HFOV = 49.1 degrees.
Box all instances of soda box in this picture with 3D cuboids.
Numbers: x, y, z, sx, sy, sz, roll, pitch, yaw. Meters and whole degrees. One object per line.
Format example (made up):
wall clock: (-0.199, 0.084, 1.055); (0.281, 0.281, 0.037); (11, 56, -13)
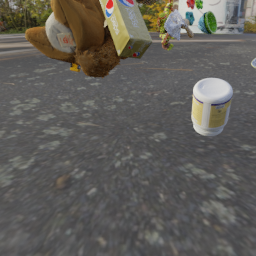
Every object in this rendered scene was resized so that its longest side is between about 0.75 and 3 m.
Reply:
soda box: (-0.061, -1.697, 4.376); (0.419, 0.396, 1.236); (-3, 63, -32)

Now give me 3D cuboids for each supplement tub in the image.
supplement tub: (1.541, -0.375, 5.224); (0.680, 0.935, 0.680); (-4, 44, 4)

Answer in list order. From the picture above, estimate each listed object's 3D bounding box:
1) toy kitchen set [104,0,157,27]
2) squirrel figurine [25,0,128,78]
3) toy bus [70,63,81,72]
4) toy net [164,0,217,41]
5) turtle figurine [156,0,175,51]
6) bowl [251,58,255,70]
toy kitchen set: (-0.147, -4.000, 9.510); (1.601, 1.448, 1.774); (-4, -5, -31)
squirrel figurine: (-0.944, -2.812, 7.856); (2.672, 1.891, 2.494); (41, 46, -11)
toy bus: (-1.673, -2.464, 9.640); (0.349, 1.074, 0.420); (15, 6, 15)
toy net: (2.105, -3.710, 9.309); (0.517, 1.405, 2.678); (-1, 18, 43)
turtle figurine: (1.317, -3.500, 9.975); (0.650, 2.019, 1.628); (0, -19, 17)
bowl: (4.190, -1.674, 7.849); (1.290, 0.605, 1.290); (-18, 25, 9)
